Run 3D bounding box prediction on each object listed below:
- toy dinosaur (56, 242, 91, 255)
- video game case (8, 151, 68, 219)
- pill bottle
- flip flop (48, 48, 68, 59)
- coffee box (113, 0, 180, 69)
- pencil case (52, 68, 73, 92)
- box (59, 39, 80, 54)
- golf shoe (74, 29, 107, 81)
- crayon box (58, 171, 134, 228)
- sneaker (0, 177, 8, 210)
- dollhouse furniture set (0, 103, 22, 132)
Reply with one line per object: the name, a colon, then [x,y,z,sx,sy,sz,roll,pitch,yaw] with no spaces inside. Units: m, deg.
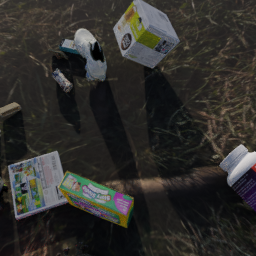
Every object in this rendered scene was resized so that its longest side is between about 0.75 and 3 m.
toy dinosaur: [-1.571,4.049,8.116,2.142,0.824,1.095,-14,55,-11]
video game case: [-3.095,1.915,9.671,1.785,0.215,1.958,-17,61,-10]
pill bottle: [4.315,1.836,8.964,1.520,1.520,2.704,-35,66,-18]
flip flop: [-3.152,-3.280,12.589,1.102,0.447,0.317,23,80,14]
coffee box: [0.712,-3.906,11.769,1.773,1.753,1.770,10,51,-39]
pencil case: [-2.756,-1.989,11.781,0.423,0.487,1.088,-34,66,-19]
box: [-2.513,-3.727,12.886,1.206,0.296,0.496,13,62,8]
golf shoe: [-1.472,-3.381,11.891,1.097,1.362,2.802,-12,66,-27]
crayon box: [-0.893,2.228,8.566,2.115,1.825,0.616,19,62,11]
sneaker: [-4.463,1.937,9.489,0.772,0.661,1.864,-6,63,-16]
dollhouse furniture set: [-4.708,-0.371,10.652,1.447,1.147,1.027,-26,79,-18]
